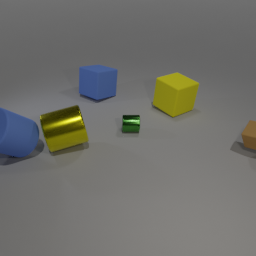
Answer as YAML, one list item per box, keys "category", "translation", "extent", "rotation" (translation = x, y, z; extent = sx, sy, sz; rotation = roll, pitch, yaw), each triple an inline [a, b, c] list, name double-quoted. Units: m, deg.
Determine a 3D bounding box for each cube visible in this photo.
- category: "cube"
  translation: [-1.535, -2.381, 14.352]
  extent: [1.400, 1.400, 1.400]
  rotation: [22, 28, 35]
- category: "cube"
  translation: [2.180, -1.563, 12.926]
  extent: [1.400, 1.400, 1.400]
  rotation: [-20, 41, -33]
- category: "cube"
  translation: [4.392, 0.266, 9.531]
  extent: [0.700, 0.700, 0.700]
  rotation: [17, 59, 44]

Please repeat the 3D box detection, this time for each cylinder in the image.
- category: "cylinder"
  translation: [-3.973, 0.179, 9.365]
  extent: [1.400, 1.400, 1.400]
  rotation: [19, -6, 29]
- category: "cylinder"
  translation: [-2.267, 0.014, 10.052]
  extent: [1.400, 1.400, 1.400]
  rotation: [-16, 32, -10]
- category: "cylinder"
  translation: [0.128, -0.186, 11.360]
  extent: [0.700, 0.700, 0.700]
  rotation: [0, 29, 0]
